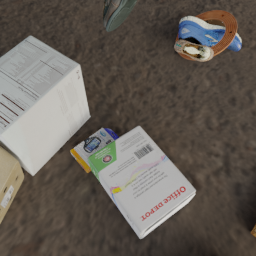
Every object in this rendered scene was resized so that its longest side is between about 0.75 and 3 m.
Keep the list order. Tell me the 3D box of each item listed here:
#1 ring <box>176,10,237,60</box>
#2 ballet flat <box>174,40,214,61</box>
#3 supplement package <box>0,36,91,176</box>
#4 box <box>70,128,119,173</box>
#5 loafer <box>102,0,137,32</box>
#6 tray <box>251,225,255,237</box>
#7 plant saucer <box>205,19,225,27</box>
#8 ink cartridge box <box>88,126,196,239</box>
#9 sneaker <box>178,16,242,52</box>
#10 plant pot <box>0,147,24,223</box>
[{"bbox_3d":[2.988,-3.558,10.820,2.382,0.229,2.382,-15,56,24],"label":"ring"},{"bbox_3d":[2.038,-2.226,8.240,1.446,0.492,0.486,4,22,-24],"label":"ballet flat"},{"bbox_3d":[-2.807,-0.595,8.152,1.980,2.574,2.692,32,64,18],"label":"supplement package"},{"bbox_3d":[-0.957,0.631,8.765,1.458,0.302,0.868,-35,65,-22],"label":"box"},{"bbox_3d":[-0.188,-3.556,7.427,0.860,2.394,0.753,-38,90,-29],"label":"loafer"},{"bbox_3d":[4.372,2.351,7.663,1.048,0.393,2.125,36,64,20],"label":"tray"},{"bbox_3d":[3.864,-4.460,11.929,1.155,0.170,1.155,0,58,0],"label":"plant saucer"},{"bbox_3d":[0.334,1.459,7.800,1.810,1.049,2.499,-32,64,-18],"label":"ink cartridge box"},{"bbox_3d":[3.134,-3.375,10.910,2.576,1.012,1.149,16,88,-2],"label":"sneaker"},{"bbox_3d":[-4.032,1.397,7.332,1.970,2.222,2.225,20,60,-3],"label":"plant pot"}]
